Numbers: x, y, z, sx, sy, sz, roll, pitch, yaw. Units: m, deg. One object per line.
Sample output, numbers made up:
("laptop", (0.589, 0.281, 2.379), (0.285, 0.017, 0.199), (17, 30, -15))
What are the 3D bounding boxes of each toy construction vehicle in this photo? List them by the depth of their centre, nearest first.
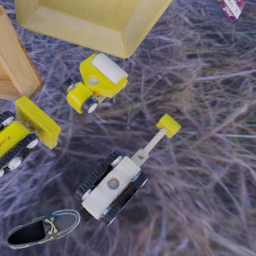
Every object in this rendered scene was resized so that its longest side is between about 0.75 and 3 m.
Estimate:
("toy construction vehicle", (-0.714, 0.230, 4.568), (2.333, 0.944, 2.680), (38, 68, 9))

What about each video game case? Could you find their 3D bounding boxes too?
("video game case", (2.247, -3.229, 5.906), (0.239, 1.208, 1.333), (24, 84, 52))

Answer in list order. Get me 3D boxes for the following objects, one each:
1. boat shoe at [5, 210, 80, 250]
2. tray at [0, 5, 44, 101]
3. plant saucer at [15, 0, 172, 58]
("boat shoe", (-0.939, 1.147, 3.156), (0.829, 0.250, 0.295), (-17, 76, -17))
("tray", (-3.014, -1.302, 4.856), (2.933, 1.446, 0.543), (11, 52, 23))
("plant saucer", (-0.851, -2.759, 5.959), (2.902, 2.903, 0.703), (12, 75, -16))
